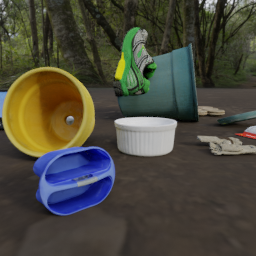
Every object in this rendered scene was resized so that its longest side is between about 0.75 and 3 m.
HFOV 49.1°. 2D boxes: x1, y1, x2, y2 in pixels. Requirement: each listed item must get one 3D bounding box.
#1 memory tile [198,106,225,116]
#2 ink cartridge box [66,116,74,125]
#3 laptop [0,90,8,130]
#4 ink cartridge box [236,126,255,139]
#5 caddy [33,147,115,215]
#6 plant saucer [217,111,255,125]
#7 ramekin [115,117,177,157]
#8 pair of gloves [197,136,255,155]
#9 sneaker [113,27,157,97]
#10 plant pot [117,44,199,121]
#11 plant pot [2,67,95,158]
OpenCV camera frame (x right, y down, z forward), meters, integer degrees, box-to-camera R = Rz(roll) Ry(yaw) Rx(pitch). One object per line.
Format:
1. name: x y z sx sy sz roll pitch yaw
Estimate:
1. memory tile: 2.484 -0.725 12.182 2.927 0.246 2.244 -1 10 -3
2. ink cartridge box: -1.846 -0.021 7.291 1.282 0.537 0.930 3 10 17
3. laptop: -3.566 -0.675 9.322 1.950 1.136 2.200 -4 10 -17
4. ink cartridge box: 3.473 0.105 7.534 0.894 0.224 0.725 -2 9 -24
5. caddy: -0.616 0.595 3.328 1.018 0.720 0.535 -10 10 -42
6. plant saucer: 3.643 -0.329 8.977 1.511 0.207 1.511 -12 -5 -1
7. ramekin: 0.367 0.161 5.976 1.314 0.640 1.314 1 10 0
8. pair of gloves: 2.102 0.380 6.043 0.974 0.201 1.145 2 12 -9
9. sneaker: 0.348 -2.116 9.074 1.217 2.857 1.115 6 -31 7
10. plant pot: 1.106 -1.466 10.271 2.692 2.749 2.749 -6 8 15
11. plant pot: -1.425 -0.225 5.828 1.679 1.679 1.579 1 -6 8
